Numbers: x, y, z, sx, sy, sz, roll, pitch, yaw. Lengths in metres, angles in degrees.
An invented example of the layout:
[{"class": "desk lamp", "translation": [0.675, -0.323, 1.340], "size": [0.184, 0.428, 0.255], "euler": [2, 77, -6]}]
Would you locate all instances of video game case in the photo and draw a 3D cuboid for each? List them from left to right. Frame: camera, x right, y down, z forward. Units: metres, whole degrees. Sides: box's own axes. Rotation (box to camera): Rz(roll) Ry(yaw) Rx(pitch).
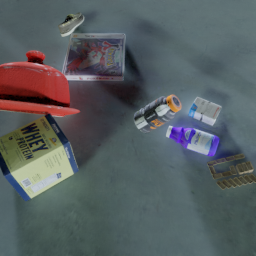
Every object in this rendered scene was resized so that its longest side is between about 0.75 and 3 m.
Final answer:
[{"class": "video game case", "translation": [-1.490, -3.328, 12.855], "size": [2.683, 0.338, 2.944], "euler": [1, 56, 1]}]

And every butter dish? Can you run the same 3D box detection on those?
[{"class": "butter dish", "translation": [-3.329, -1.591, 9.839], "size": [2.996, 2.987, 2.214], "euler": [6, 90, 5]}]

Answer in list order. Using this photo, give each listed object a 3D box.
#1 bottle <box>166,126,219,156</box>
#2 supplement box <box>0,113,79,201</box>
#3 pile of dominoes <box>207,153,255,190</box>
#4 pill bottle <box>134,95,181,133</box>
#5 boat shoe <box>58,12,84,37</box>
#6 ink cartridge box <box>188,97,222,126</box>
[{"class": "bottle", "translation": [2.306, 0.401, 10.135], "size": [1.827, 0.597, 0.763], "euler": [20, 64, 13]}, {"class": "supplement box", "translation": [-2.868, 0.957, 8.916], "size": [1.983, 1.985, 1.332], "euler": [-29, 60, -18]}, {"class": "pile of dominoes", "translation": [3.600, 1.541, 9.686], "size": [1.443, 0.230, 1.125], "euler": [-14, 57, 1]}, {"class": "pill bottle", "translation": [0.910, -0.462, 8.469], "size": [0.755, 1.421, 0.755], "euler": [28, 46, -34]}, {"class": "boat shoe", "translation": [-2.805, -5.280, 13.894], "size": [0.705, 0.589, 1.972], "euler": [0, 45, 30]}, {"class": "ink cartridge box", "translation": [3.009, -0.656, 10.960], "size": [1.049, 0.442, 0.766], "euler": [26, 60, 17]}]
